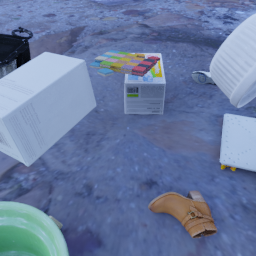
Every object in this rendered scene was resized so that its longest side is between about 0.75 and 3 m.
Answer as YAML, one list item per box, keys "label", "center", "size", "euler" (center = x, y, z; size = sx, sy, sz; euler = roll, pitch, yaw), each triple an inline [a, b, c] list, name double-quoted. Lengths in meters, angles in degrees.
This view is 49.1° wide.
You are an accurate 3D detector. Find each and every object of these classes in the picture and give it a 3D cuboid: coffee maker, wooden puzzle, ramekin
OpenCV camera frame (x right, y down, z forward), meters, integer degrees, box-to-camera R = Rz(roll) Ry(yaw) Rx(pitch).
- label: "coffee maker"
  center: [-3.732, -1.472, 9.076]
  size: [1.774, 2.634, 2.530]
  euler: [27, 45, 21]
- label: "wooden puzzle"
  center: [-0.071, -1.999, 8.469]
  size: [1.619, 0.192, 2.729]
  euler: [14, 30, 14]
- label: "ramekin"
  center: [-2.293, 2.792, 4.539]
  size: [2.867, 1.400, 2.867]
  euler: [-1, 40, 1]
- label: "ramekin"
  center: [2.369, -1.302, 5.280]
  size: [1.740, 1.740, 0.913]
  euler: [-28, 66, -31]

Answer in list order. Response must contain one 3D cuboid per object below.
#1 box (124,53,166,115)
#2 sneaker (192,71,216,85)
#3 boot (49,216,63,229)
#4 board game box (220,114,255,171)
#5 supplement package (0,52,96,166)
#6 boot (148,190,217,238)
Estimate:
- label: "box"
  center: [0.608, -1.744, 10.574]
  size: [1.426, 1.285, 2.535]
  euler: [1, 38, 1]
- label: "sneaker"
  center: [3.358, -2.133, 11.839]
  size: [1.347, 0.502, 0.586]
  euler: [13, 30, 4]
- label: "boot"
  center: [-1.983, 2.243, 6.210]
  size: [0.889, 0.324, 0.691]
  euler: [15, 40, 17]
- label: "board game box"
  center: [4.075, 0.569, 8.379]
  size: [2.490, 0.322, 2.490]
  euler: [12, 39, 14]
- label: "supplement package"
  center: [-1.789, -0.475, 5.568]
  size: [1.194, 1.199, 2.043]
  euler: [18, 48, 31]
- label: "boot"
  center: [1.247, 2.010, 6.386]
  size: [1.404, 0.517, 1.086]
  euler: [-10, 43, -8]
